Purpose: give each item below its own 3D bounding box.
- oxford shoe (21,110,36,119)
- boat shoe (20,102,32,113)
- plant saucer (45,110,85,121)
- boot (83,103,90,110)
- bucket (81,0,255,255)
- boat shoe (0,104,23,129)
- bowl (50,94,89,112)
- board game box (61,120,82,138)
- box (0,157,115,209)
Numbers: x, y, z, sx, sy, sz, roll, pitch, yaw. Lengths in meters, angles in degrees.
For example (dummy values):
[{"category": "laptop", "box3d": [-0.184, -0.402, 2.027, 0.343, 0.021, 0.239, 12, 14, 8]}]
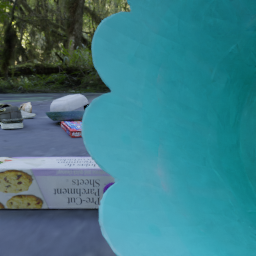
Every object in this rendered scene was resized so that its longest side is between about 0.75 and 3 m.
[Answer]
[{"category": "oxford shoe", "box3d": [-4.430, -0.582, 11.190, 1.445, 0.417, 0.543, 2, 6, 1]}, {"category": "boat shoe", "box3d": [-4.813, -0.940, 13.114, 0.497, 0.530, 1.437, 2, 8, -24]}, {"category": "plant saucer", "box3d": [-1.664, -0.443, 9.881, 2.407, 0.330, 2.407, -3, 3, 0]}, {"category": "boot", "box3d": [-1.537, -1.223, 14.299, 1.622, 0.841, 2.484, -9, 9, -17]}, {"category": "bucket", "box3d": [1.297, -0.290, 1.323, 1.784, 2.742, 2.742, 22, -8, -41]}, {"category": "boat shoe", "box3d": [-3.989, -0.447, 9.279, 0.842, 0.704, 2.357, -6, 10, -32]}, {"category": "bowl", "box3d": [-2.810, -1.187, 13.236, 1.529, 0.571, 1.531, 2, 21, 42]}, {"category": "board game box", "box3d": [-1.295, -0.012, 8.150, 1.067, 0.202, 2.073, -2, 9, -20]}, {"category": "box", "box3d": [-1.186, 0.602, 3.151, 2.395, 0.496, 0.463, 1, 9, -1]}]
